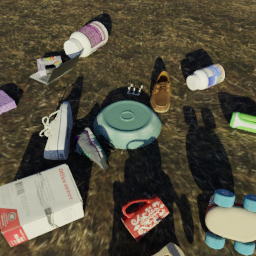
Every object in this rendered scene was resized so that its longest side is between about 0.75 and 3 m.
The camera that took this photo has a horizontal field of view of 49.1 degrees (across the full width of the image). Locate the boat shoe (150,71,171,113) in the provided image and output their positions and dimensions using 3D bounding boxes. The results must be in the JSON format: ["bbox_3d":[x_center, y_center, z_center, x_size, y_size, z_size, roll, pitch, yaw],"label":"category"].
[{"bbox_3d":[1.503,-1.681,12.693,0.899,0.844,2.498,6,43,6],"label":"boat shoe"}]

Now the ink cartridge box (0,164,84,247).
[{"bbox_3d":[-2.617,2.232,8.390,2.212,0.917,1.623,-18,46,-18],"label":"ink cartridge box"}]

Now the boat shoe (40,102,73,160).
[{"bbox_3d":[-2.832,0.077,10.803,1.169,1.013,2.742,-4,52,1],"label":"boat shoe"}]

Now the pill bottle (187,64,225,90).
[{"bbox_3d":[3.688,-2.392,13.395,1.707,0.957,0.957,-24,48,-23],"label":"pill bottle"}]

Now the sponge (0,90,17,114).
[{"bbox_3d":[-6.227,-0.817,12.135,1.298,0.347,2.328,34,53,31],"label":"sponge"}]

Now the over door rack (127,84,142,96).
[{"bbox_3d":[0.330,-1.861,13.332,0.574,0.259,0.777,11,44,10],"label":"over door rack"}]

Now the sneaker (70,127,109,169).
[{"bbox_3d":[-1.403,0.880,10.141,0.947,0.805,2.164,-29,40,-6],"label":"sneaker"}]

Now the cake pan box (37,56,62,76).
[{"bbox_3d":[-4.052,-3.232,14.612,1.260,0.358,1.368,-12,44,-10],"label":"cake pan box"}]

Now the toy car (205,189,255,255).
[{"bbox_3d":[2.970,2.396,8.139,1.514,1.577,1.711,8,15,9],"label":"toy car"}]

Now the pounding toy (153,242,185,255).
[{"bbox_3d":[0.697,3.433,6.682,2.560,1.469,1.464,4,47,5],"label":"pounding toy"}]

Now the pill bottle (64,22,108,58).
[{"bbox_3d":[-2.368,-4.882,15.744,1.426,1.426,2.541,22,47,22],"label":"pill bottle"}]

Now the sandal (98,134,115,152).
[{"bbox_3d":[-0.797,0.541,10.472,0.858,0.184,0.326,48,21,19],"label":"sandal"}]

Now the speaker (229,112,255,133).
[{"bbox_3d":[4.947,-0.175,11.187,1.598,0.707,0.707,15,45,16],"label":"speaker"}]

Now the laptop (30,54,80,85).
[{"bbox_3d":[-3.674,-3.113,14.025,2.001,1.160,1.874,25,47,24],"label":"laptop"}]

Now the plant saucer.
[{"bbox_3d":[-0.031,-0.328,11.488,2.834,0.509,2.834,0,43,0],"label":"plant saucer"}]

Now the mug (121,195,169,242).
[{"bbox_3d":[0.469,2.412,7.777,1.180,1.048,0.788,-35,47,-8],"label":"mug"}]
